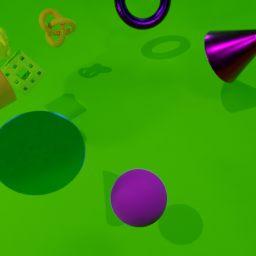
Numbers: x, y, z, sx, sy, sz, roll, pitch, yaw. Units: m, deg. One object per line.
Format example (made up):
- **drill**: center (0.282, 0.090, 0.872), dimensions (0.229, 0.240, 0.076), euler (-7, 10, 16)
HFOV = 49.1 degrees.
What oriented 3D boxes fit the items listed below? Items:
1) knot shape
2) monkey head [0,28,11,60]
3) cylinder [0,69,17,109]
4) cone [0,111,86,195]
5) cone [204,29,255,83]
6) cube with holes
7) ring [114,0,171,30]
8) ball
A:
- **knot shape**: center (-2.096, -3.082, 8.599), dimensions (1.049, 1.121, 0.518), euler (-9, 39, -1)
- **monkey head**: center (-3.372, -2.109, 6.988), dimensions (0.752, 1.248, 0.898), euler (-12, 54, -12)
- **cylinder**: center (-3.228, -0.815, 6.271), dimensions (1.020, 1.020, 1.020), euler (-36, 61, -23)
- **cone**: center (-1.644, 0.205, 5.127), dimensions (1.469, 1.469, 1.474), euler (-19, 24, -13)
- **cone**: center (3.173, -2.231, 7.426), dimensions (1.607, 1.613, 1.607), euler (15, 67, -37)
- **cube with holes**: center (-2.911, -1.532, 7.703), dimensions (0.839, 0.839, 0.839), euler (-50, 31, -4)
- **ring**: center (0.488, -4.244, 9.260), dimensions (1.909, 1.909, 0.382), euler (-4, 14, -3)
- **ball**: center (0.192, 1.239, 5.002), dimensions (1.015, 1.015, 1.015), euler (0, 54, 0)
